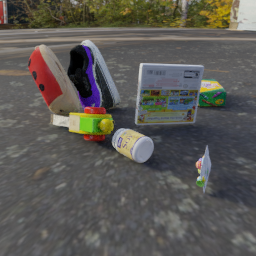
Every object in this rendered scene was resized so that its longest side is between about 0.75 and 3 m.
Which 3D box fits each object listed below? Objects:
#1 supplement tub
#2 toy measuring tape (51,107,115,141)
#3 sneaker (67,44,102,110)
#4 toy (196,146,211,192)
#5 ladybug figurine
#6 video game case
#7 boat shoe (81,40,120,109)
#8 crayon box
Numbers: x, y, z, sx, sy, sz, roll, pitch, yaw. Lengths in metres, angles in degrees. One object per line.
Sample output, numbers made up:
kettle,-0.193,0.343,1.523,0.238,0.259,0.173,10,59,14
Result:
supplement tub,0.108,0.423,7.173,0.684,0.684,0.941,-21,31,-38
toy measuring tape,-1.278,-0.166,8.372,1.048,1.048,2.850,-20,18,-38
sneaker,-1.569,-1.591,9.469,0.838,2.411,1.199,-3,12,21
toy,1.617,0.883,6.111,0.229,0.559,0.971,-4,32,25
ladybug figurine,-2.481,-1.489,9.117,0.935,2.600,1.765,-27,-8,-14
video game case,1.259,-1.006,8.577,2.032,1.849,0.233,-2,21,-18
boat shoe,-1.278,-2.023,10.557,0.914,2.871,1.015,-22,-13,-19
crayon box,3.150,-1.484,11.479,1.199,0.588,2.019,-1,24,3
